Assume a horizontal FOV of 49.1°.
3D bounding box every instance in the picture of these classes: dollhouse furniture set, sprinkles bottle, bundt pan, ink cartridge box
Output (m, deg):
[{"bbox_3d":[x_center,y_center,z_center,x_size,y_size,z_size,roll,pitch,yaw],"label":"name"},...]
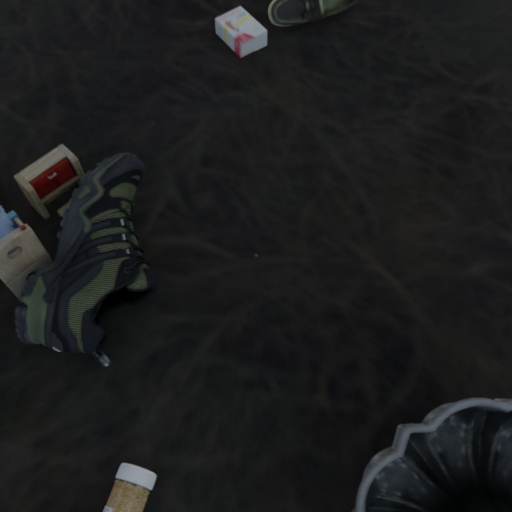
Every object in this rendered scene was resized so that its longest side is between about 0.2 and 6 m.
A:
[{"bbox_3d":[-3.174,-0.650,8.089,1.380,1.373,1.959,40,68,20],"label":"dollhouse furniture set"},{"bbox_3d":[-1.615,3.156,6.507,0.465,0.465,1.362,15,63,8],"label":"sprinkles bottle"},{"bbox_3d":[2.428,2.946,5.774,3.196,1.200,3.196,0,86,3],"label":"bundt pan"},{"bbox_3d":[-0.297,-4.275,10.682,0.633,0.364,0.872,-33,66,-17],"label":"ink cartridge box"}]

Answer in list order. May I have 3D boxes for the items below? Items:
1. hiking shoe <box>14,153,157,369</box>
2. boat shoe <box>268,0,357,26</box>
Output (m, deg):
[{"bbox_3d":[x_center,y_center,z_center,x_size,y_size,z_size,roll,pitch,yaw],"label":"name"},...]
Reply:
[{"bbox_3d":[-2.057,0.005,8.022,1.570,1.181,3.119,21,69,-3],"label":"hiking shoe"},{"bbox_3d":[1.124,-4.873,10.774,1.809,0.646,0.595,-19,26,-14],"label":"boat shoe"}]
